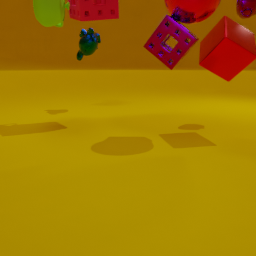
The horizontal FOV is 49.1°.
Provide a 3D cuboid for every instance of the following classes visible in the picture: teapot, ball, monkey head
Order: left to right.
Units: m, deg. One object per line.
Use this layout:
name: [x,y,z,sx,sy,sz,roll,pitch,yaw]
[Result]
teapot: [-2.088,-3.454,7.755,0.921,1.169,1.881,2,-19,-4]
monkey head: [-1.622,-3.360,10.844,1.048,1.456,0.877,41,39,6]
ball: [1.438,-2.990,6.236,1.273,1.273,1.273,0,13,0]
teapot: [3.573,-3.674,8.160,0.674,0.855,1.376,10,61,30]

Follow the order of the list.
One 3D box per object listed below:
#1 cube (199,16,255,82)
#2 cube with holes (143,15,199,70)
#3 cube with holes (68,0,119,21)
cube: [2.400,-1.907,6.805,0.945,0.945,0.945,25,51,-14]
cube with holes: [1.024,-1.988,6.513,0.842,0.842,0.842,40,25,2]
cube with holes: [-1.025,-3.742,8.008,1.136,1.136,1.136,-14,30,-23]
